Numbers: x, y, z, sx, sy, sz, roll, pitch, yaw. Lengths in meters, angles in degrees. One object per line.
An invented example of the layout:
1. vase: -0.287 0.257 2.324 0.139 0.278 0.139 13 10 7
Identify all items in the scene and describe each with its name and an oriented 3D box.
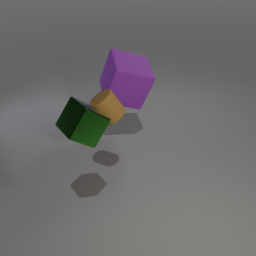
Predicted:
1. cube: -0.927 -0.114 5.755 0.700 0.700 0.700 25 8 -44
2. cylinder: -0.543 -0.546 7.363 0.700 0.700 0.700 -28 30 18
3. cube: -0.076 -1.694 9.780 1.400 1.400 1.400 8 41 -21
